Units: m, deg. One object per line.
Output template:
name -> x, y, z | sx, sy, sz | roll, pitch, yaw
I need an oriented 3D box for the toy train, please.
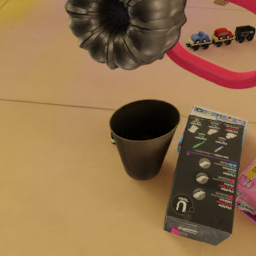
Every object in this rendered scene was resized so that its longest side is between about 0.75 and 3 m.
toy train -> 3.528, -3.437, 10.556 | 2.859, 0.655, 0.488 | -13, 50, -11

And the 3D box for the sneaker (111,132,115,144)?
sneaker -> -0.313, 0.018, 7.716 | 0.336, 0.388, 0.937 | -3, 49, -2

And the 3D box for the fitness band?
fitness band -> 1.951, -2.069, 6.178 | 2.967, 2.131, 0.555 | 33, 53, 23

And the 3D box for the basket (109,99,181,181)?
basket -> 0.349, 0.373, 6.517 | 1.556, 1.726, 1.173 | -16, 50, -14

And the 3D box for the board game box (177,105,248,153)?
board game box -> 2.284, 0.214, 7.516 | 1.544, 0.432, 1.512 | 19, 52, 16

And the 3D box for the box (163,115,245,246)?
box -> 1.563, 1.073, 5.869 | 1.196, 1.378, 2.254 | 12, 61, 12

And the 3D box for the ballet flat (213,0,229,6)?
ballet flat -> 2.337, -3.866, 7.109 | 0.471, 1.443, 0.509 | -3, 7, 1

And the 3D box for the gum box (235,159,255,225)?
gum box -> 3.403, 1.249, 6.370 | 2.332, 0.771, 1.323 | -35, 59, -27

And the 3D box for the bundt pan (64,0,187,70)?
bundt pan -> -0.207, -2.570, 6.335 | 2.929, 2.929, 1.099 | 18, 42, 15
